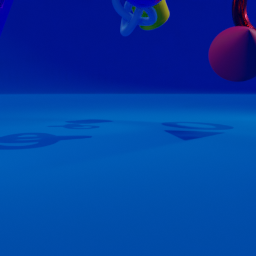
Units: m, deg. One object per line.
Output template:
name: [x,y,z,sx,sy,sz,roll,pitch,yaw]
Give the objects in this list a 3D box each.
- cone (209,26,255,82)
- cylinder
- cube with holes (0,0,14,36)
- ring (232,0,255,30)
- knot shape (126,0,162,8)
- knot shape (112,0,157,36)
cone: [2.451,-1.809,5.972,1.348,1.348,1.353,2,-5,14]
cylinder: [0.647,-3.756,8.640,1.018,1.018,1.018,5,-31,32]
cube with holes: [-3.021,-2.665,5.390,1.341,1.341,1.341,19,10,-35]
ring: [3.697,-3.310,7.649,0.416,2.080,2.080,-20,15,-22]
knot shape: [-0.107,-3.281,5.136,0.949,2.055,1.923,-31,-1,36]
knot shape: [0.202,-3.096,7.404,1.258,1.345,0.621,24,38,33]
